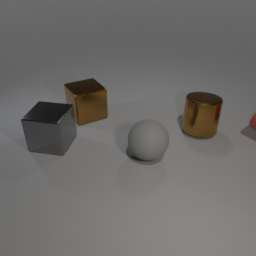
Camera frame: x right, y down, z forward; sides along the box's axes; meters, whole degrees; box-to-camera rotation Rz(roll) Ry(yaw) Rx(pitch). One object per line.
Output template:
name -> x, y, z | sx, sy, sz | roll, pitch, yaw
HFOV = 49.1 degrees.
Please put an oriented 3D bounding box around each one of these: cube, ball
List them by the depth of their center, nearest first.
ball -> 0.693, 0.398, 9.484 | 1.400, 1.400, 1.400 | 0, 33, 0
cube -> -2.837, -0.013, 10.296 | 1.400, 1.400, 1.400 | 6, 33, 10
cube -> -1.806, -1.171, 12.114 | 1.400, 1.400, 1.400 | -17, 36, -25

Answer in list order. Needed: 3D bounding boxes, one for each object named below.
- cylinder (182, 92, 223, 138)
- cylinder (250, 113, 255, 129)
cylinder -> 2.895, -0.547, 11.002 | 1.400, 1.400, 1.400 | 2, 26, -1
cylinder -> 5.535, -0.227, 10.315 | 1.400, 1.400, 1.400 | -23, 58, -32
